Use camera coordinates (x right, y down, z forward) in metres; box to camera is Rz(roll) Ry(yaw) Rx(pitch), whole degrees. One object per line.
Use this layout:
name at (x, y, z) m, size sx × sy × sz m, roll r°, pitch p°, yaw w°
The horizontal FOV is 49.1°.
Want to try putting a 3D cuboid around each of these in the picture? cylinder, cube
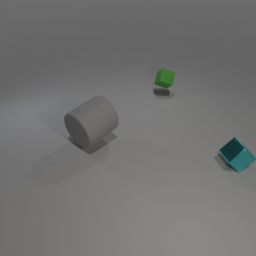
cylinder at (-1.288, -0.227, 9.930) m, size 1.400 × 1.400 × 1.400 m, roll 26°, pitch 49°, yaw 36°
cube at (1.816, -2.444, 13.815) m, size 0.700 × 0.700 × 0.700 m, roll 16°, pitch -9°, yaw -16°
cube at (3.562, 0.865, 9.117) m, size 0.700 × 0.700 × 0.700 m, roll 37°, pitch 18°, yaw -28°
